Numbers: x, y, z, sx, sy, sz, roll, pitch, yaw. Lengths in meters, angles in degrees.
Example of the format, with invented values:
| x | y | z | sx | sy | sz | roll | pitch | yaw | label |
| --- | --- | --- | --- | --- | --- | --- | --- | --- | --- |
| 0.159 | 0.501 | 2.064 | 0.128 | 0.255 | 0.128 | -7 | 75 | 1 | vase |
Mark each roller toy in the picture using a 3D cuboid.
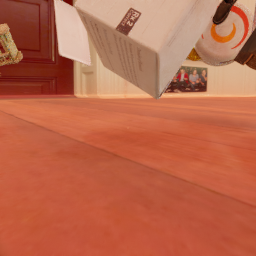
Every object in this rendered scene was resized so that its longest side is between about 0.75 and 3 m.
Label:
| x | y | z | sx | sy | sz | roll | pitch | yaw | label |
| --- | --- | --- | --- | --- | --- | --- | --- | --- | --- |
| 2.984 | -2.938 | 8.985 | 1.848 | 2.026 | 1.416 | 25 | 7 | 9 | roller toy |

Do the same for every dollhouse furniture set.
| x | y | z | sx | sy | sz | roll | pitch | yaw | label |
| --- | --- | --- | --- | --- | --- | --- | --- | --- | --- |
| -3.253 | -1.969 | 6.626 | 0.791 | 1.423 | 1.259 | -7 | 49 | 5 | dollhouse furniture set |

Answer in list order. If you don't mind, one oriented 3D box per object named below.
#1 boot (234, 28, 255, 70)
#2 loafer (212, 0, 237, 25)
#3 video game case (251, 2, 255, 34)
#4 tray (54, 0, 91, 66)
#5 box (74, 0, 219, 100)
| x | y | z | sx | sy | sz | roll | pitch | yaw | label |
| --- | --- | --- | --- | --- | --- | --- | --- | --- | --- |
| 2.590 | -1.376 | 4.477 | 1.126 | 1.099 | 2.985 | 35 | 11 | 9 | boot |
| 2.688 | -3.402 | 7.768 | 0.393 | 1.078 | 0.384 | 40 | 26 | 20 | loafer |
| 3.009 | -2.333 | 6.562 | 0.154 | 1.340 | 1.221 | 5 | 38 | 20 | video game case |
| -2.276 | -3.769 | 11.184 | 0.306 | 2.763 | 1.483 | -27 | -27 | 38 | tray |
| 0.703 | -2.713 | 6.579 | 1.960 | 2.984 | 3.000 | 32 | -6 | 11 | box |
